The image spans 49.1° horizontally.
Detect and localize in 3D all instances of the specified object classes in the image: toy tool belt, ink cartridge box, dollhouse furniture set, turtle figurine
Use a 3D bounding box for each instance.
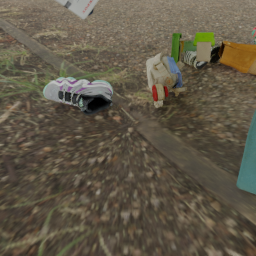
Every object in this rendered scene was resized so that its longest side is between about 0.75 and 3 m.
[{"bbox_3d":[1.253,-1.518,8.422,1.241,1.261,2.020,-9,35,2],"label":"toy tool belt"},{"bbox_3d":[-1.533,-4.010,7.321,0.843,1.453,2.014,46,16,22],"label":"ink cartridge box"},{"bbox_3d":[2.467,-2.845,10.775,1.509,1.156,2.303,3,8,11],"label":"dollhouse furniture set"},{"bbox_3d":[6.039,-3.816,12.060,1.965,0.989,1.471,13,36,9],"label":"turtle figurine"}]

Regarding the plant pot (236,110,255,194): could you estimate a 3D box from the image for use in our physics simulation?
[{"bbox_3d":[3.295,-0.153,5.000,1.866,2.641,1.865,16,37,33],"label":"plant pot"}]

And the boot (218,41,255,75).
[{"bbox_3d":[4.448,-2.949,10.534,1.860,0.914,2.599,24,47,10],"label":"boot"}]

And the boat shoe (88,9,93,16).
[{"bbox_3d":[-1.376,-5.126,9.515,1.037,2.465,0.846,-29,43,-34],"label":"boat shoe"}]

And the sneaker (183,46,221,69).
[{"bbox_3d":[2.848,-2.904,10.909,1.765,0.666,1.016,-28,45,-31],"label":"sneaker"}]

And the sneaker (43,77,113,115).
[{"bbox_3d":[-1.393,-0.828,7.797,2.002,0.778,1.400,-4,34,-5],"label":"sneaker"}]
